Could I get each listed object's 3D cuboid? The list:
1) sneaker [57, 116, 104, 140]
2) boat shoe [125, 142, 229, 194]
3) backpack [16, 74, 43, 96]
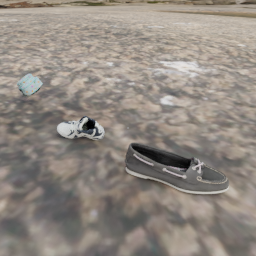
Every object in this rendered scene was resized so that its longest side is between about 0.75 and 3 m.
[{"bbox_3d":[-1.281,-0.054,7.238,1.279,0.832,0.511,13,66,9],"label":"sneaker"},{"bbox_3d":[0.979,0.810,5.871,2.244,0.639,0.750,10,26,19],"label":"boat shoe"},{"bbox_3d":[-3.220,-1.414,9.198,0.708,0.618,0.806,-46,35,-19],"label":"backpack"}]
